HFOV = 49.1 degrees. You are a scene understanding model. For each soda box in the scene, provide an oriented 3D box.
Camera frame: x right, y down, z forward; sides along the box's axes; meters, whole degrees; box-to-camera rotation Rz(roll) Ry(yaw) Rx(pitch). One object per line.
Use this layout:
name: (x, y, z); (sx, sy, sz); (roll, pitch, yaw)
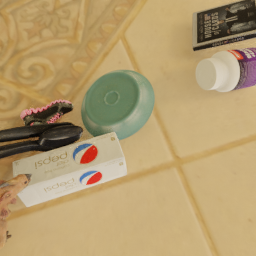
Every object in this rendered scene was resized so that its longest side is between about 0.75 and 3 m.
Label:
soda box: (-1.295, 0.937, 6.445); (2.426, 0.772, 0.826); (-17, 48, -8)

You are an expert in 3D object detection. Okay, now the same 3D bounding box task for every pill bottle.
pill bottle: (2.748, -1.512, 7.326); (1.878, 1.046, 1.046); (-14, 64, -24)

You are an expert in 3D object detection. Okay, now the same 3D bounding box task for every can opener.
can opener: (-2.375, 0.251, 6.389); (2.621, 1.030, 0.831); (-8, 58, -24)

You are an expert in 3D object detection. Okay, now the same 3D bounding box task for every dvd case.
dvd case: (2.849, -2.981, 7.957); (2.014, 0.249, 1.514); (-7, 56, 23)

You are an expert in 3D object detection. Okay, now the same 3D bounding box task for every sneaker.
sneaker: (-2.032, -0.261, 7.197); (1.384, 0.547, 0.660); (-18, 63, -2)

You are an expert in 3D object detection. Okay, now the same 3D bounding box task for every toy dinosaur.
toy dinosaur: (-2.906, 2.091, 5.176); (1.202, 1.897, 2.800); (21, 63, -9)

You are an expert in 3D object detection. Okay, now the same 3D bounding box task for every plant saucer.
plant saucer: (-0.360, -0.693, 7.172); (2.070, 0.372, 2.070); (-8, 65, 18)
